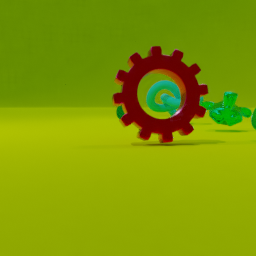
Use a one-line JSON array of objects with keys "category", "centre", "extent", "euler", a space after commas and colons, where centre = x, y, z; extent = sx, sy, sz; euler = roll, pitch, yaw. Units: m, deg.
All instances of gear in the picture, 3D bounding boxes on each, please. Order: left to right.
[{"category": "gear", "centre": [0.493, -0.504, 4.320], "extent": [1.447, 1.447, 0.268], "euler": [-1, -4, -8]}]

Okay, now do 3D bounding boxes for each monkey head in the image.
[{"category": "monkey head", "centre": [2.297, -0.473, 6.503], "extent": [1.205, 0.867, 0.726], "euler": [11, 24, 14]}]

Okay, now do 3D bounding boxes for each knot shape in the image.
[{"category": "knot shape", "centre": [1.540, -0.800, 9.371], "extent": [1.794, 0.829, 1.679], "euler": [12, -18, 10]}]

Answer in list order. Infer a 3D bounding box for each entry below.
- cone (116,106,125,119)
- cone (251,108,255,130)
[{"category": "cone", "centre": [0.240, -0.563, 11.439], "extent": [1.048, 1.048, 1.052], "euler": [3, -21, 35]}, {"category": "cone", "centre": [2.737, -0.052, 4.660], "extent": [0.915, 0.912, 0.912], "euler": [36, -8, -18]}]
